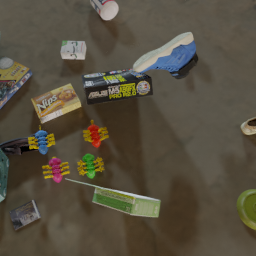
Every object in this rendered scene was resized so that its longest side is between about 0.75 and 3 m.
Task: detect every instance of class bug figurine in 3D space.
[{"bbox_3d":[-2.127,0.852,10.404,2.874,0.739,2.228,-6,70,-14],"label":"bug figurine"}]

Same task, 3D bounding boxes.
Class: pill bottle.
[{"bbox_3d":[-1.295,-6.317,14.035,1.001,1.001,1.673,-28,66,-14],"label":"pill bottle"}]

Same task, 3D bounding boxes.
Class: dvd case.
[{"bbox_3d":[-3.582,3.006,9.747,0.928,0.074,0.690,-25,65,-12],"label":"dvd case"}]

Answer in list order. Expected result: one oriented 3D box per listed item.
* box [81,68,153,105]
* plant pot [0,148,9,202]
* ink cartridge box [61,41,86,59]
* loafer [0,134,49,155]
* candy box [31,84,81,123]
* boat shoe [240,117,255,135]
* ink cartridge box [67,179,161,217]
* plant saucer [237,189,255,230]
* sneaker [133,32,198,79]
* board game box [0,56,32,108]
[{"bbox_3d":[-0.540,-1.684,10.737,2.362,0.653,2.948,-9,20,-7],"label":"box"},{"bbox_3d":[-5.477,1.527,9.222,2.600,2.545,2.552,-3,63,-7],"label":"plant pot"},{"bbox_3d":[-2.507,-3.607,12.951,1.050,0.443,0.767,1,63,0],"label":"ink cartridge box"},{"bbox_3d":[-3.975,0.719,10.609,1.954,0.702,0.615,-17,68,-12],"label":"loafer"},{"bbox_3d":[-2.965,-1.036,11.596,1.764,0.488,1.018,-25,65,-12],"label":"candy box"},{"bbox_3d":[5.441,-0.234,11.113,1.881,0.611,0.679,-13,63,-6],"label":"boat shoe"},{"bbox_3d":[-0.464,2.122,8.422,1.811,2.488,0.597,1,75,45],"label":"ink cartridge box"},{"bbox_3d":[4.542,2.817,9.765,1.421,0.221,1.421,0,63,-1],"label":"plant saucer"},{"bbox_3d":[1.473,-2.236,10.029,2.556,1.422,0.981,-34,24,-19],"label":"sneaker"},{"bbox_3d":[-5.511,-1.975,12.135,1.545,0.395,2.281,28,66,14],"label":"board game box"}]
